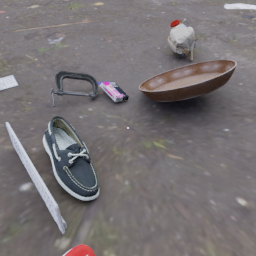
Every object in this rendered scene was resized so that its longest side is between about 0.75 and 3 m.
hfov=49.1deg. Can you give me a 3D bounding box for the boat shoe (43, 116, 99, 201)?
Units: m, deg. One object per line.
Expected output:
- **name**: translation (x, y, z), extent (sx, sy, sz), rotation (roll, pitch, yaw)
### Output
- **boat shoe**: translation (-1.267, 0.586, 6.133), extent (0.842, 0.672, 2.227), rotation (-9, 43, -42)

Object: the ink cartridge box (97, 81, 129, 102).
- **ink cartridge box**: translation (-0.483, -1.207, 8.762), extent (0.509, 0.199, 1.074), rotation (-12, 46, -41)

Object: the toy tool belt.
- **toy tool belt**: translation (2.177, -3.475, 11.152), extent (1.123, 1.105, 1.798), rotation (-25, 38, 14)

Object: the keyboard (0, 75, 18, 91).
- **keyboard**: translation (-4.642, -1.279, 9.108), extent (1.962, 0.105, 0.552), rotation (-23, 53, -26)

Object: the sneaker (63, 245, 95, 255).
- **sneaker**: translation (-0.854, 2.329, 3.713), extent (0.753, 0.830, 1.955), rotation (34, 31, 1)

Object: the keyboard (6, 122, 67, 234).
- **keyboard**: translation (-1.981, 0.889, 5.774), extent (0.154, 0.815, 2.896), rotation (-28, 46, -22)

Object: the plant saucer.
- **plant saucer**: translation (1.748, -1.378, 8.289), extent (2.855, 0.492, 2.855), rotation (-16, 18, 5)

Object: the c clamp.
- **c clamp**: translation (-1.609, -1.176, 8.520), extent (1.589, 0.215, 1.358), rotation (-3, 59, -29)
